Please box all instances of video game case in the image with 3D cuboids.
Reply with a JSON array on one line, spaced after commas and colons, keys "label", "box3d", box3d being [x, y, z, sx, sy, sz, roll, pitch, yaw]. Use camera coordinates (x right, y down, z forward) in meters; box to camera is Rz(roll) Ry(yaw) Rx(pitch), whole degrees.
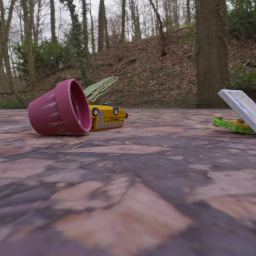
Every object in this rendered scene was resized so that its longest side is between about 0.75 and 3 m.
[{"label": "video game case", "box3d": [3.644, -0.514, 8.386, 0.204, 1.621, 2.264, -49, -22, 29]}]

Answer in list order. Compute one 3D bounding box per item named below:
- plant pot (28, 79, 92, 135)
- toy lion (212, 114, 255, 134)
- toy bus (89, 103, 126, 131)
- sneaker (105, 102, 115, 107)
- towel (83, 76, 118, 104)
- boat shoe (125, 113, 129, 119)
[{"label": "plant pot", "box3d": [-2.003, -0.464, 8.160, 1.425, 1.592, 1.592, -16, 2, 10]}, {"label": "toy lion", "box3d": [3.399, -0.071, 8.930, 1.234, 0.424, 1.183, 10, 13, 6]}, {"label": "toy bus", "box3d": [-0.966, -0.406, 9.948, 0.698, 0.839, 2.144, 17, 13, 31]}, {"label": "sneaker", "box3d": [-1.677, -0.469, 12.408, 1.286, 0.905, 2.420, -19, 0, 34]}, {"label": "towel", "box3d": [-1.521, -1.354, 11.412, 1.778, 0.437, 2.396, -42, 19, -29]}, {"label": "boat shoe", "box3d": [-0.637, -0.748, 16.479, 1.413, 0.497, 0.497, 6, 5, -43]}]
